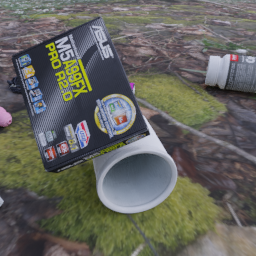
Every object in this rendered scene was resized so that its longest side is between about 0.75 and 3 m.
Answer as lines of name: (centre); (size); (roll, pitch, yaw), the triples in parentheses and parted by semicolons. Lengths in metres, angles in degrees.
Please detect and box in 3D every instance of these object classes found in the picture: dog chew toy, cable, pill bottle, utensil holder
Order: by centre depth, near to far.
utensil holder: (0.003, 0.738, 7.723); (2.025, 2.025, 2.383); (-7, 33, -10)
dog chew toy: (-5.006, -0.477, 10.556); (1.402, 0.873, 0.873); (21, 39, 14)
pill bottle: (5.042, -2.496, 12.774); (2.767, 1.576, 1.576); (9, 35, 12)
cable: (-4.711, -2.242, 13.400); (1.894, 0.481, 1.545); (-24, 41, -31)

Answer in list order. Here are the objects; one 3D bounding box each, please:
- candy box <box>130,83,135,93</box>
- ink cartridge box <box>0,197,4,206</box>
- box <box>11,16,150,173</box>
candy box: (-0.738, -0.924, 11.168); (1.803, 0.807, 2.645); (4, 35, 6)
ink cartridge box: (-4.566, 1.183, 7.568); (2.821, 1.403, 0.553); (33, 77, 39)
box: (-1.090, -0.746, 6.239); (2.304, 0.637, 2.876); (-22, 76, 4)
